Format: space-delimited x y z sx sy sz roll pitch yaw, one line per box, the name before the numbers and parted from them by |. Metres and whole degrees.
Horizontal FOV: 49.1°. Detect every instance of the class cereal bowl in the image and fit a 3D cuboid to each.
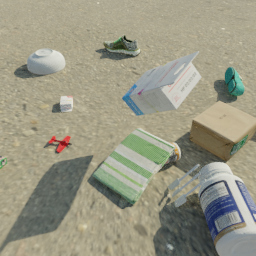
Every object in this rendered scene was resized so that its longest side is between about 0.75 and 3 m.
cereal bowl | -4.616 -3.843 15.672 2.096 0.873 2.096 0 40 0

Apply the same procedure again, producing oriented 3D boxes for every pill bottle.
pill bottle | 1.233 0.957 9.849 1.109 0.646 0.646 -16 41 -18
pill bottle | 2.754 2.175 7.745 1.360 1.360 2.452 -3 39 -4

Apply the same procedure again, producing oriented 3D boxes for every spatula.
spatula | 1.813 1.754 8.599 0.104 1.290 0.897 35 23 -27

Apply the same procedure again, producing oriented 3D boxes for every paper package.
paper package | 3.638 0.035 10.702 1.954 1.011 1.863 -30 47 -33

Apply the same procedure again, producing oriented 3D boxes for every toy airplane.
toy airplane | -2.599 0.526 10.753 0.986 0.181 0.986 1 37 0

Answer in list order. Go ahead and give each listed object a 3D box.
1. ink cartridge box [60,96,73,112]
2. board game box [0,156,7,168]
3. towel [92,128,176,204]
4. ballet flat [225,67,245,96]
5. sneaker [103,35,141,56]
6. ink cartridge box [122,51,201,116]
ink cartridge box | -2.784 -1.101 12.688 0.520 0.302 0.894 -5 39 -6
board game box | -5.378 1.194 9.686 1.880 0.274 1.265 15 32 18
towel | 0.235 1.149 9.403 1.828 0.280 2.396 28 65 31
ballet flat | 5.335 -2.251 13.926 0.786 0.752 2.234 24 39 -8
sneaker | -0.361 -5.252 17.219 2.512 1.113 0.966 16 41 19
ink cartridge box | 1.169 -1.306 8.853 1.544 0.910 2.682 -50 21 -23
